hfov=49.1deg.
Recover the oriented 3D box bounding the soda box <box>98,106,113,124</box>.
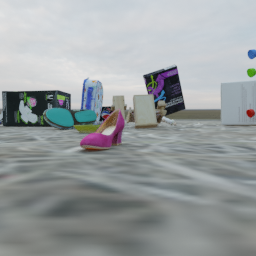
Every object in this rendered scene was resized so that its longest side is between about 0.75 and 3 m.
[{"bbox_3d":[-1.071,-0.690,15.523,1.053,0.942,2.975,-1,1,3],"label":"soda box"}]

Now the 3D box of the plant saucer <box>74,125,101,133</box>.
[{"bbox_3d":[-0.820,0.024,6.958,0.772,0.185,0.771,2,3,33],"label":"plant saucer"}]

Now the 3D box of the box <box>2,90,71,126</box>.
[{"bbox_3d":[-3.816,-0.823,11.984,2.373,1.475,1.763,1,3,8],"label":"box"}]

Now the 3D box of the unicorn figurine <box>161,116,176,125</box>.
[{"bbox_3d":[1.773,-0.326,13.066,1.061,0.392,0.729,6,14,7],"label":"unicorn figurine"}]

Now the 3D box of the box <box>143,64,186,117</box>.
[{"bbox_3d":[1.467,-1.397,11.073,1.334,1.866,0.337,-20,26,-3],"label":"box"}]

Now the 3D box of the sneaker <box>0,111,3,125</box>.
[{"bbox_3d":[-5.233,-0.288,11.881,0.462,0.661,1.144,-1,31,15],"label":"sneaker"}]

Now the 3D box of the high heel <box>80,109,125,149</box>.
[{"bbox_3d":[-0.297,-0.005,3.528,0.353,0.502,1.047,1,2,25],"label":"high heel"}]

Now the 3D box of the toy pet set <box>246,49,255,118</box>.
[{"bbox_3d":[5.911,-1.385,10.228,1.564,2.946,2.751,-22,34,-11],"label":"toy pet set"}]

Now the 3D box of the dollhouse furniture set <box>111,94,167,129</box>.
[{"bbox_3d":[0.330,-0.167,10.176,1.970,1.128,2.311,-2,-22,-8],"label":"dollhouse furniture set"}]

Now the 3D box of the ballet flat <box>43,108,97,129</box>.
[{"bbox_3d":[-1.936,-0.227,9.092,0.777,0.777,2.092,2,1,41],"label":"ballet flat"}]

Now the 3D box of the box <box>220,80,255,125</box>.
[{"bbox_3d":[5.365,-1.128,13.088,1.718,2.005,1.995,-1,2,28],"label":"box"}]

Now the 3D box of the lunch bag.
[{"bbox_3d":[-1.614,-1.139,12.233,0.799,2.114,1.694,5,3,4],"label":"lunch bag"}]
